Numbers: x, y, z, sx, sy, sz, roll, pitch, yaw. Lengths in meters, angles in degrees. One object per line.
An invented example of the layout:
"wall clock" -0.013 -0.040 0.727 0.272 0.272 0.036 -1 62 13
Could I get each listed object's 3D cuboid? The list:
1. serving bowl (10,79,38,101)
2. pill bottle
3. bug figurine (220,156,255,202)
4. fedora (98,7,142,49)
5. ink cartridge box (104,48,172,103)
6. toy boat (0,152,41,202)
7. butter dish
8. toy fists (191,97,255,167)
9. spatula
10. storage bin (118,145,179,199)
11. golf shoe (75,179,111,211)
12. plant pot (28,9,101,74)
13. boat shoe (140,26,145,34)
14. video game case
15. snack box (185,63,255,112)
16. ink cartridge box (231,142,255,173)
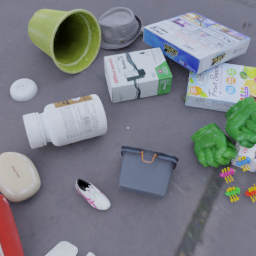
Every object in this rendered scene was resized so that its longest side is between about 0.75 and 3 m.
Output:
"serving bowl" -3.554 -1.347 9.473 0.910 0.299 0.910 0 58 1
"pill bottle" -1.786 -0.156 8.026 2.148 1.228 1.228 -15 59 -17
"bug figurine" 3.027 1.386 7.545 0.997 0.331 1.286 -18 95 4
"fedora" -0.436 -3.844 10.424 1.871 0.845 1.655 -2 68 12
"ink cartridge box" 0.287 -1.787 9.416 2.010 0.835 1.473 -12 58 -7
"toy boat" -3.349 1.468 7.521 1.785 0.830 1.501 -26 66 -24
"butter dish" -3.552 2.423 6.544 2.031 1.501 2.025 -13 104 -11
"toy fists" 2.766 0.212 7.602 2.277 0.783 1.161 -40 60 28
"spatula" -1.324 3.358 5.580 1.883 0.218 2.709 19 20 17
"storage bin" 0.478 1.200 7.499 1.589 1.157 1.067 11 69 7
"golf shoe" -0.955 1.767 7.414 1.141 0.525 0.414 32 63 17
"plant pot" -2.364 -3.244 9.810 1.947 2.118 2.118 31 63 31
"boat shoe" 0.169 -3.765 10.927 1.243 0.465 0.425 7 79 2
"video game case" 2.353 -3.110 9.891 2.498 0.626 2.756 -27 51 -25
"snack box" 3.189 -1.360 9.275 2.352 0.623 1.673 10 58 8
"ink cartridge box" 3.899 0.727 7.977 1.538 0.649 1.114 21 61 13
